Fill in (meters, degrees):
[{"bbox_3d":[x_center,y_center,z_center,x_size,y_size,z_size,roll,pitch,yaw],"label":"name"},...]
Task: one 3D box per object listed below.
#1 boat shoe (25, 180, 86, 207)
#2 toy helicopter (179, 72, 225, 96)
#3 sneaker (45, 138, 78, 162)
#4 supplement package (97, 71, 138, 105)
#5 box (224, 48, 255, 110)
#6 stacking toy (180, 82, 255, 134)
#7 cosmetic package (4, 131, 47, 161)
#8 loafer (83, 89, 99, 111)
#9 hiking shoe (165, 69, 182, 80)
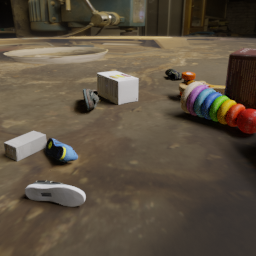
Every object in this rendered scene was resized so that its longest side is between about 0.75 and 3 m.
[{"bbox_3d":[-1.438,1.264,5.665,1.304,0.447,0.369,4,22,14],"label":"boat shoe"},{"bbox_3d":[3.520,-1.683,12.124,2.607,1.028,1.724,3,25,2],"label":"toy helicopter"},{"bbox_3d":[-1.769,0.609,7.397,0.521,0.438,1.328,20,-1,-38],"label":"sneaker"},{"bbox_3d":[-0.476,-1.813,12.324,1.063,1.023,1.869,-14,27,-31],"label":"supplement package"},{"bbox_3d":[4.831,-1.714,9.861,2.293,1.883,1.902,15,27,31],"label":"box"},{"bbox_3d":[3.178,-0.590,9.517,1.220,1.220,2.859,-16,34,-33],"label":"stacking toy"},{"bbox_3d":[-2.767,0.461,7.623,0.538,0.454,1.008,15,24,31],"label":"cosmetic package"},{"bbox_3d":[-1.461,-1.254,11.325,0.641,0.732,2.037,-11,22,-8],"label":"loafer"},{"bbox_3d":[2.504,-3.097,16.116,0.684,0.515,1.359,-10,25,-31],"label":"hiking shoe"}]
